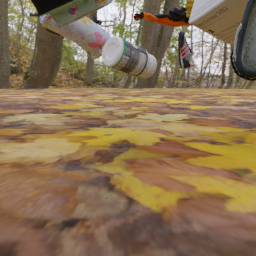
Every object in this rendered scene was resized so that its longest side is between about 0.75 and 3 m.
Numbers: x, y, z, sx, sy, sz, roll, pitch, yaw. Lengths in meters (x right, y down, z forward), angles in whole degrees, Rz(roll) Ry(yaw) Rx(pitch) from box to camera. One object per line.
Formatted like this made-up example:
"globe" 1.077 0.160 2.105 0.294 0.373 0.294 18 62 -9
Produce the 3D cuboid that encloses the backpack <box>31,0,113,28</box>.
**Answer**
"backpack" -1.141 -3.258 6.029 1.749 1.525 1.989 -18 45 22

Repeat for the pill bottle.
"pill bottle" 0.042 -1.118 4.571 0.862 0.487 0.487 11 -1 -44

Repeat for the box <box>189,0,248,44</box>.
"box" 2.019 -2.521 4.720 1.032 1.578 1.570 19 -9 -20

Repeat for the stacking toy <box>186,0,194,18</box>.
"stacking toy" 2.804 -2.980 6.502 2.239 0.698 2.970 16 34 20

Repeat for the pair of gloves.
"pair of gloves" 1.766 -3.389 8.712 2.432 0.337 2.730 -5 17 -28

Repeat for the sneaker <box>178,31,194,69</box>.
"sneaker" 2.227 -3.005 10.721 0.574 1.399 0.491 -7 22 4

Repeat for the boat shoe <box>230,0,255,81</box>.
"boat shoe" 1.707 -1.482 2.936 0.775 2.050 0.618 19 17 19

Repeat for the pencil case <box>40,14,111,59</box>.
"pencil case" -1.580 -3.053 8.695 2.170 0.902 0.984 29 -50 -30

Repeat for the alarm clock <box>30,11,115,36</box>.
"alarm clock" -1.797 -3.856 9.973 2.869 0.955 1.935 14 38 17
